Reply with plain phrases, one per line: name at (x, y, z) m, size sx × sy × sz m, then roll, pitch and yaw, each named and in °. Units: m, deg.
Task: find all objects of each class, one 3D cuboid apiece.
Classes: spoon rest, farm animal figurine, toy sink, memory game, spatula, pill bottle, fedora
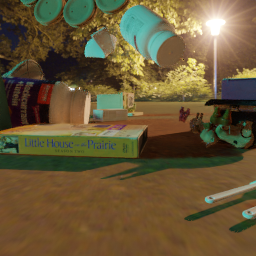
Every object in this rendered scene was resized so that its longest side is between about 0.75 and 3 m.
spoon rest at (-0.951, -2.975, 10.140) m, size 1.386 × 0.846 × 2.790 m, roll -31°, pitch 14°, yaw -1°
farm animal figurine at (1.600, 0.062, 5.343) m, size 1.096 × 0.682 × 1.357 m, roll 18°, pitch -4°, yaw -22°
toy sink at (-0.367, -1.204, 13.991) m, size 2.004 × 1.123 × 1.306 m, roll 3°, pitch 7°, yaw 26°
memory game at (-0.681, -2.955, 4.681) m, size 2.843 × 2.843 × 0.181 m, roll 2°, pitch -12°, yaw 20°
spatula at (1.329, 0.636, 2.440) m, size 1.266 × 0.102 × 0.880 m, roll -5°, pitch 14°, yaw -34°
pill bottle at (0.803, -3.009, 9.243) m, size 1.356 × 1.356 × 2.372 m, roll -4°, pitch 40°, yaw -31°
fedora at (2.662, -0.199, 6.228) m, size 1.898 × 0.867 × 1.898 m, roll 1°, pitch 7°, yaw 0°
pill bottle at (-2.172, -0.546, 6.942) m, size 2.355 × 1.312 × 1.312 m, roll 5°, pitch 6°, yaw -1°

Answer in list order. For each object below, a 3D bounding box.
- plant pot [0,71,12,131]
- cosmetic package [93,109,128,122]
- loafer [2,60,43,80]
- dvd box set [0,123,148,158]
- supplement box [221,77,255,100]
plant pot at (-3.552, -0.928, 5.399) m, size 1.701 × 2.407 × 1.700 m, roll 2°, pitch 11°, yaw 13°
cosmetic package at (-0.668, -0.506, 10.853) m, size 1.259 × 0.449 × 0.639 m, roll -5°, pitch 8°, yaw -44°
loafer at (-3.635, -0.881, 7.857) m, size 0.907 × 1.037 × 2.884 m, roll 1°, pitch 41°, yaw 45°
dvd box set at (-0.911, 0.177, 5.198) m, size 2.448 × 0.360 × 1.791 m, roll 1°, pitch 7°, yaw 7°
supplement box at (4.524, -0.823, 8.815) m, size 2.938 × 1.516 × 1.923 m, roll -6°, pitch 9°, yaw -42°
